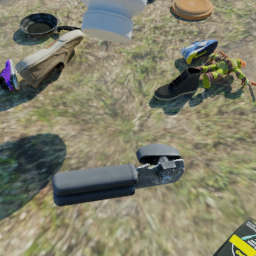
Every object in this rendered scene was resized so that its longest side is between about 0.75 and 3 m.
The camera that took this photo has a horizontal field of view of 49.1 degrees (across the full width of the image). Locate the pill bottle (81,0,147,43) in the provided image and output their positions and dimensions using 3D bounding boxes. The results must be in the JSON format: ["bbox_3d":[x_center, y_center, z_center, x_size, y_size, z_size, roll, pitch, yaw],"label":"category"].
[{"bbox_3d":[-0.252,-3.540,6.400,1.592,1.592,2.867,12,97,10],"label":"pill bottle"}]

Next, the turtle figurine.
[{"bbox_3d":[2.889,-1.714,8.337,1.652,0.660,2.049,-22,55,-16],"label":"turtle figurine"}]

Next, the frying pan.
[{"bbox_3d":[-2.760,-3.747,10.149,2.255,0.367,1.364,-3,52,-5],"label":"frying pan"}]

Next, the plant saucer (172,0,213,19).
[{"bbox_3d":[2.561,-4.833,11.071,1.613,0.260,1.613,0,52,-1],"label":"plant saucer"}]

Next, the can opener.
[{"bbox_3d":[-0.071,0.437,2.795,1.339,0.357,0.448,-5,43,-16],"label":"can opener"}]

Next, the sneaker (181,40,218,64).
[{"bbox_3d":[2.339,-2.611,9.159,1.384,0.512,0.569,-25,54,-20],"label":"sneaker"}]

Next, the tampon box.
[{"bbox_3d":[1.527,2.781,3.776,1.742,1.467,2.324,40,39,26],"label":"tampon box"}]

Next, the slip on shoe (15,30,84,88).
[{"bbox_3d":[-2.220,-2.189,8.685,0.793,0.995,2.618,52,49,-12],"label":"slip on shoe"}]

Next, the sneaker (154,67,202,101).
[{"bbox_3d":[1.394,-1.289,7.950,1.392,0.740,0.521,-18,54,-13],"label":"sneaker"}]

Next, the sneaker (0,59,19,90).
[{"bbox_3d":[-3.663,-1.591,8.389,0.615,0.430,1.237,-17,54,-12],"label":"sneaker"}]
